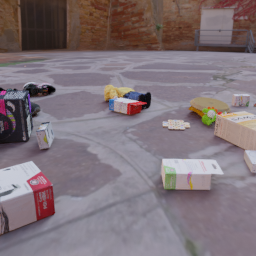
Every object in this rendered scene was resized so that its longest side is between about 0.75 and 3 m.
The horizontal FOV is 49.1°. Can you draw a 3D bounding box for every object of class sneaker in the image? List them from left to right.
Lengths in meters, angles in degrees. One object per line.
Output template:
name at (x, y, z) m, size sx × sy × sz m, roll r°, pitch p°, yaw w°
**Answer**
sneaker at (-5.563, -1.294, 13.753) m, size 2.931 × 1.162 × 1.105 m, roll 11°, pitch 21°, yaw 24°
sneaker at (-5.387, -2.389, 17.206) m, size 0.921 × 0.857 × 2.132 m, roll 17°, pitch 27°, yaw 37°

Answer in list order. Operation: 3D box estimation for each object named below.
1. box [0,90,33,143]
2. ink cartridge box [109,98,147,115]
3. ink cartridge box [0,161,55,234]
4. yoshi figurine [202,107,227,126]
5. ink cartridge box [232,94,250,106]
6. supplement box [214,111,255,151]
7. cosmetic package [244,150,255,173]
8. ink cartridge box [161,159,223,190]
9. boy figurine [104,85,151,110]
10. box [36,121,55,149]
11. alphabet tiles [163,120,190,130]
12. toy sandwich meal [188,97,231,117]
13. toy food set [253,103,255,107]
box at (-5.137, -0.424, 10.513) m, size 2.769 × 1.692 × 1.468 m, roll -4°, pitch 20°, yaw -10°
ink cartridge box at (-0.006, -1.069, 13.839) m, size 1.668 × 0.561 × 0.969 m, roll 16°, pitch 19°, yaw 36°
ink cartridge box at (-2.840, 1.590, 6.265) m, size 1.960 × 0.812 × 1.438 m, roll -14°, pitch 25°, yaw -35°
yoshi figurine at (3.758, -0.301, 11.983) m, size 0.819 × 0.822 × 1.462 m, roll -47°, pitch 52°, yaw -8°
ink cartridge box at (6.067, -1.493, 15.074) m, size 0.817 × 0.592 × 0.343 m, roll 0°, pitch 20°, yaw -1°
supplement box at (4.508, 0.133, 10.199) m, size 1.472 × 0.859 × 2.336 m, roll -8°, pitch 21°, yaw -23°
cosmetic package at (4.301, 1.043, 8.529) m, size 1.262 × 0.326 × 0.952 m, roll 3°, pitch 23°, yaw 7°
ink cartridge box at (1.716, 1.254, 7.647) m, size 1.520 × 0.512 × 0.890 m, roll 1°, pitch 20°, yaw 2°
boy figurine at (-0.273, -1.721, 15.204) m, size 2.979 × 0.960 × 1.852 m, roll 14°, pitch 24°, yaw 35°
box at (-2.969, 0.248, 10.095) m, size 0.345 × 0.668 × 1.146 m, roll -10°, pitch 17°, yaw -2°
alphabet tiles at (2.078, -0.129, 12.080) m, size 1.158 × 0.084 × 1.132 m, roll 2°, pitch 21°, yaw 6°
toy sandwich meal at (3.830, -0.893, 13.401) m, size 2.107 × 0.721 × 2.107 m, roll 6°, pitch 25°, yaw -3°
toy food set at (7.176, -1.243, 15.070) m, size 1.038 × 0.163 × 0.660 m, roll -16°, pitch 24°, yaw -19°
